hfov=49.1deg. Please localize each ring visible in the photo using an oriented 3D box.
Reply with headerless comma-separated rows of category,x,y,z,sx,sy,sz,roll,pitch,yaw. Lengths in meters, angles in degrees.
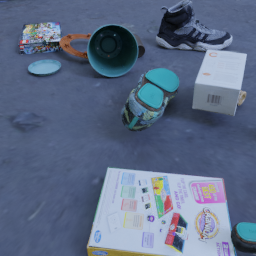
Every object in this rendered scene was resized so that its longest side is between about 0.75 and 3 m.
ring,-1.537,-3.167,10.623,2.060,0.198,2.060,10,38,-8

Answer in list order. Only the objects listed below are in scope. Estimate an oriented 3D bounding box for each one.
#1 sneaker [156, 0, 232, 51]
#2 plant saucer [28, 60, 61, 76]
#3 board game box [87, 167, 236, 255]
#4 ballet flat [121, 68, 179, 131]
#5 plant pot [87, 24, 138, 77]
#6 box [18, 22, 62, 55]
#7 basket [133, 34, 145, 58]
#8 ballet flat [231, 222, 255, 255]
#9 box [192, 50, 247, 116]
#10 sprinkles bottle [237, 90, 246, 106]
sneaker,2.594,-3.927,10.703,2.967,1.689,1.120,3,38,4
plant saucer,-2.831,-2.042,9.564,1.084,0.149,1.084,-1,38,0
board game box,0.576,1.513,4.788,2.200,0.444,1.683,5,38,6
ballet flat,0.553,-0.763,7.146,1.104,1.104,2.975,14,26,17
plant pot,-0.577,-2.644,9.273,1.611,1.611,1.293,-7,26,-8
box,-3.528,-3.722,11.464,1.576,0.435,2.307,-7,39,-9
basket,0.266,-3.067,10.532,0.803,0.606,0.891,-5,41,-22
ballet flat,2.151,1.592,3.893,1.428,0.488,0.485,5,38,10
box,2.337,-1.201,7.127,1.032,0.809,1.660,12,46,18
sprinkles bottle,2.729,-1.084,8.102,0.437,0.437,1.281,-30,47,-33
